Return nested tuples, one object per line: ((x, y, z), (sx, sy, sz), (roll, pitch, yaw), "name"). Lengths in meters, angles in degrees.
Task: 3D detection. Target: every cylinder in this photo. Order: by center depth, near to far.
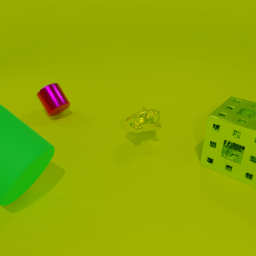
((-2.319, 0.475, 5.173), (1.367, 1.367, 1.367), (38, 38, 3), "cylinder")
((-2.191, -0.829, 8.270), (0.732, 0.732, 0.732), (-28, 83, -38), "cylinder")

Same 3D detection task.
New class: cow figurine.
((0.396, -0.197, 7.216), (1.193, 0.655, 1.174), (-11, 7, -25), "cow figurine")

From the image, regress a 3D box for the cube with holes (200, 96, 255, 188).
((2.552, 0.240, 6.205), (1.281, 1.281, 1.281), (22, 37, 33), "cube with holes")
